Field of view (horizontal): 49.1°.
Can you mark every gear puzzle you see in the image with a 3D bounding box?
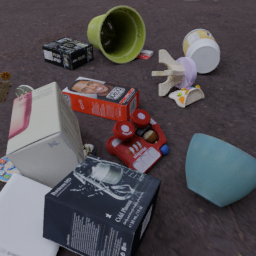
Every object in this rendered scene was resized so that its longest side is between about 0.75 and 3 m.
[{"bbox_3d":[-4.382,-1.420,9.579,0.690,1.331,0.174,8,40,-39],"label":"gear puzzle"}]

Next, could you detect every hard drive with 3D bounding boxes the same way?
[{"bbox_3d":[-2.502,2.500,6.535,1.866,0.377,2.829,25,37,-7],"label":"hard drive"}]

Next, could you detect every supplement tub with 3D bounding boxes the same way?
[{"bbox_3d":[3.914,-4.120,15.011,1.744,1.744,2.411,1,37,2],"label":"supplement tub"}]

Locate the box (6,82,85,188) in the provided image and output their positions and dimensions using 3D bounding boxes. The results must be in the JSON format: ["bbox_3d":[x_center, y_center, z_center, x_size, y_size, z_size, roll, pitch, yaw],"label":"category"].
[{"bbox_3d":[-2.473,0.209,8.708,1.584,1.859,2.907,-23,38,0],"label":"box"}]

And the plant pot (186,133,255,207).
[{"bbox_3d":[2.418,1.284,7.662,2.112,2.112,1.422,27,83,32],"label":"plant pot"}]

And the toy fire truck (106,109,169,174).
[{"bbox_3d":[0.419,0.494,9.408,1.780,1.189,2.120,43,51,13],"label":"toy fire truck"}]

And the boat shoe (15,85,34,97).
[{"bbox_3d":[-4.215,-1.263,11.968,2.036,0.727,0.608,27,38,26],"label":"boat shoe"}]

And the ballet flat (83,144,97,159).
[{"bbox_3d":[-1.366,0.836,9.324,0.485,0.485,1.328,8,37,11],"label":"ballet flat"}]

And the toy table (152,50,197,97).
[{"bbox_3d":[2.028,-2.480,12.770,1.309,2.054,2.234,-3,-2,-15],"label":"toy table"}]

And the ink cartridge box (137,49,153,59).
[{"bbox_3d":[0.877,-4.439,16.757,1.009,0.226,0.889,15,38,21],"label":"ink cartridge box"}]

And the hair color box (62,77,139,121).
[{"bbox_3d":[-1.121,-1.240,11.793,2.904,0.889,1.474,13,39,18],"label":"hair color box"}]

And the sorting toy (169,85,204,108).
[{"bbox_3d":[2.499,-1.500,12.523,1.323,0.707,1.191,-25,24,-31],"label":"sorting toy"}]

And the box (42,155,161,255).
[{"bbox_3d":[-0.538,1.893,6.690,2.073,1.307,2.109,16,25,16],"label":"box"}]

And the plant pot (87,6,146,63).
[{"bbox_3d":[-0.969,-5.468,16.274,2.986,2.986,2.745,-20,30,-26],"label":"plant pot"}]

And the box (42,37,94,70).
[{"bbox_3d":[-3.386,-4.260,15.867,2.237,0.963,1.832,22,41,27],"label":"box"}]

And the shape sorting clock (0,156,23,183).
[{"bbox_3d":[-3.576,1.221,8.954,1.333,0.262,1.333,0,36,0],"label":"shape sorting clock"}]
